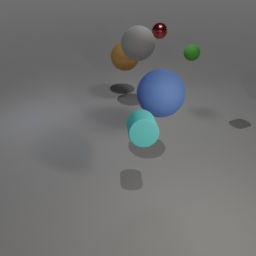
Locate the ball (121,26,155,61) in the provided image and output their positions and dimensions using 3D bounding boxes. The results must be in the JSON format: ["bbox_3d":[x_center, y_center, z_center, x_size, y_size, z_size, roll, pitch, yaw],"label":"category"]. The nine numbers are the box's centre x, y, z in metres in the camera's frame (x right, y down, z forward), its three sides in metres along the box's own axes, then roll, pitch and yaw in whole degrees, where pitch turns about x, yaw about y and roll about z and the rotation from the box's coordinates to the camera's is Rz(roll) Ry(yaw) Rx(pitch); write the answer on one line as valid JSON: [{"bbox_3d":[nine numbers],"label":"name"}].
[{"bbox_3d":[0.418,-3.472,11.528,1.400,1.400,1.400,0,30,0],"label":"ball"}]

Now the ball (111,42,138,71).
[{"bbox_3d":[-0.149,-3.534,13.814,1.400,1.400,1.400,0,30,0],"label":"ball"}]

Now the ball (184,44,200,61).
[{"bbox_3d":[2.742,-3.231,12.019,0.700,0.700,0.700,0,30,0],"label":"ball"}]

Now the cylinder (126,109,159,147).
[{"bbox_3d":[0.332,-0.001,6.585,0.700,0.700,0.700,-2,23,-4],"label":"cylinder"}]

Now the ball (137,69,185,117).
[{"bbox_3d":[0.952,-1.006,8.128,1.400,1.400,1.400,0,30,0],"label":"ball"}]

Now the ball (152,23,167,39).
[{"bbox_3d":[1.435,-4.393,12.674,0.700,0.700,0.700,0,30,0],"label":"ball"}]
